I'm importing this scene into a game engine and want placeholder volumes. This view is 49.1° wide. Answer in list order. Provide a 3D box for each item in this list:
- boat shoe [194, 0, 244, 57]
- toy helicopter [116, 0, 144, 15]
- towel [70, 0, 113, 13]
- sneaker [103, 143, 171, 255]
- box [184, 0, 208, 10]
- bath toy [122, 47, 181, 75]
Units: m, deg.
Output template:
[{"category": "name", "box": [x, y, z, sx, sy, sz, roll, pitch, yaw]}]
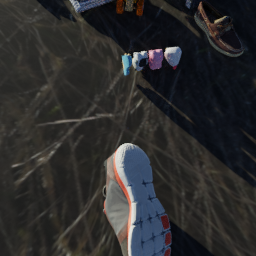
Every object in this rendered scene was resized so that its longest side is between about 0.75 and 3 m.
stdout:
[{"category": "boat shoe", "box": [2.610, -2.854, 7.935, 0.689, 0.687, 1.909, -28, 72, -10]}, {"category": "toy helicopter", "box": [0.146, -4.395, 8.193, 0.778, 1.305, 1.974, 7, 69, 3]}, {"category": "towel", "box": [-1.099, -4.539, 8.543, 1.775, 0.760, 1.470, -22, 70, -8]}, {"category": "sneaker", "box": [0.058, 1.827, 5.965, 1.100, 1.169, 2.855, 10, 63, -38]}, {"category": "box", "box": [2.212, -4.213, 8.134, 1.018, 1.291, 0.329, -33, 70, -13]}, {"category": "bath toy", "box": [0.671, -1.813, 7.606, 1.608, 0.699, 0.594, -10, 107, -7]}]
